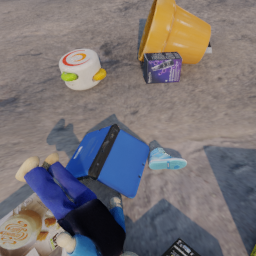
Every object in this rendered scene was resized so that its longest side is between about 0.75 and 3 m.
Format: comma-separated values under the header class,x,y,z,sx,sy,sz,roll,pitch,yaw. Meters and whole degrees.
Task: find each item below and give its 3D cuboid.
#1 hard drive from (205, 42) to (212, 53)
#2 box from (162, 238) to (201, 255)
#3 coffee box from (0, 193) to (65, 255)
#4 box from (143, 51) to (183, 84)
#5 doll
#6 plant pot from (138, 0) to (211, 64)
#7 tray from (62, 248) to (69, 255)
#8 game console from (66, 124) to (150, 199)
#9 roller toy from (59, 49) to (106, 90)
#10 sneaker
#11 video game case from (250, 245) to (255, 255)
class,x,y,z,sx,sy,sz,roll,pitch,yaw
hard drive,3.201,-3.845,13.230,1.454,0.308,0.981,4,38,5
box,1.012,2.803,4.517,1.231,0.647,1.504,-31,48,-33
coffee box,-2.052,2.169,5.303,0.965,0.673,1.687,24,44,27
box,1.301,-2.307,10.733,1.351,1.000,0.705,-6,39,-6
doll,-0.772,1.684,5.361,2.958,0.717,2.018,43,21,20
plant pot,1.952,-3.799,11.601,2.435,2.659,2.659,14,38,-7
tray,-0.992,2.579,5.241,0.568,0.117,1.058,-3,38,-3
game console,-0.545,0.909,7.308,1.632,1.132,1.912,-18,29,30
roller toy,-1.710,-2.151,10.428,1.592,1.112,1.452,-20,44,-8
sneaker,1.023,0.755,7.340,0.972,0.387,0.635,0,40,-1
video game case,3.165,1.997,4.867,1.639,1.481,0.209,4,38,5
